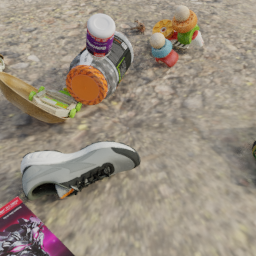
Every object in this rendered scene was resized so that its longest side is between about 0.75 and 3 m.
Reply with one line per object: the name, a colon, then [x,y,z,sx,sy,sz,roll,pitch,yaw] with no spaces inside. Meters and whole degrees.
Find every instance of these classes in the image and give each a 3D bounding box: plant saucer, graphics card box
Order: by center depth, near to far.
graphics card box: [-2.073,2.538,5.350,2.375,0.604,1.490,32,49,31]
plant saucer: [-2.928,-0.825,8.519,2.462,2.462,0.436,40,96,37]

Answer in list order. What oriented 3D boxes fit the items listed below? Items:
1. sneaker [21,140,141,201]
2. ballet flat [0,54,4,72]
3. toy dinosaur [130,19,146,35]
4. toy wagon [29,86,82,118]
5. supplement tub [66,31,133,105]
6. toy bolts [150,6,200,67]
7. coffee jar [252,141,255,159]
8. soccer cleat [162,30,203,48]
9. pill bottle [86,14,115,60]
sneaker: [-1.117,1.106,6.822,2.939,1.086,1.165,-10,50,-3]
ballet flat: [-5.446,-2.454,11.255,0.834,0.782,2.305,7,34,-17]
toy dinosaur: [0.704,-5.259,14.657,0.858,0.543,1.266,28,32,16]
toy wagon: [-2.296,-0.901,9.277,1.486,0.379,1.915,23,23,-1]
supplement tub: [-0.977,-2.171,10.023,1.762,1.762,2.875,11,41,12]
toy bolts: [1.532,-3.938,11.556,2.173,1.577,2.274,26,83,32]
coffee jar: [3.689,0.872,7.343,0.679,0.556,1.303,6,41,7]
soccer cleat: [2.359,-4.176,13.160,2.552,1.087,0.876,16,76,48]
pill bottle: [-0.768,-2.391,7.566,0.718,1.278,0.718,4,69,-9]
